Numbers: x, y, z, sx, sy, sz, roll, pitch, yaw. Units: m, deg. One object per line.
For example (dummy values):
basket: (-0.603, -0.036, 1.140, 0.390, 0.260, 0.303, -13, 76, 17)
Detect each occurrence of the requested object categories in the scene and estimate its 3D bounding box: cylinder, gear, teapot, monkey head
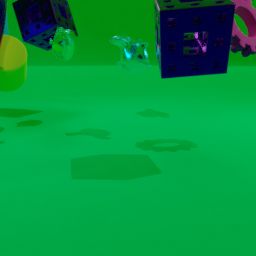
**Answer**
cylinder: (-3.203, -1.657, 7.275, 1.076, 1.076, 1.076, -6, -19, -23)
gear: (2.369, -2.159, 5.857, 1.328, 1.328, 0.246, -8, -9, -30)
teapot: (-1.951, -2.446, 8.299, 0.720, 0.915, 1.471, 13, -23, -7)
monkey head: (0.019, -1.836, 7.122, 1.062, 0.890, 1.477, 6, 3, -33)

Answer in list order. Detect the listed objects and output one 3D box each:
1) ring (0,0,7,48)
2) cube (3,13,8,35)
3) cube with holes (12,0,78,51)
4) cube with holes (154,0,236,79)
ring: (-2.913, -2.223, 5.805, 0.412, 2.058, 2.058, 10, 11, -17)
cube: (-4.203, -3.126, 7.937, 1.044, 1.044, 1.044, 14, 25, 22)
cube with holes: (-2.839, -3.751, 9.758, 1.392, 1.392, 1.392, -19, -4, 18)
cube with holes: (1.016, -1.567, 4.634, 1.057, 1.057, 1.057, -4, 36, 3)
